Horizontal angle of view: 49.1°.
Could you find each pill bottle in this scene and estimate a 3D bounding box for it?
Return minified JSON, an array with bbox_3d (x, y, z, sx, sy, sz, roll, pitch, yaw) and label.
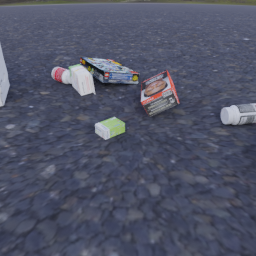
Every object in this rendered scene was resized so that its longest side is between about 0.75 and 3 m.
[{"bbox_3d":[-2.777,-2.273,12.220,1.093,0.614,0.614,22,36,35],"label":"pill bottle"},{"bbox_3d":[3.588,-0.432,8.935,1.107,0.630,0.630,-5,30,-10],"label":"pill bottle"}]

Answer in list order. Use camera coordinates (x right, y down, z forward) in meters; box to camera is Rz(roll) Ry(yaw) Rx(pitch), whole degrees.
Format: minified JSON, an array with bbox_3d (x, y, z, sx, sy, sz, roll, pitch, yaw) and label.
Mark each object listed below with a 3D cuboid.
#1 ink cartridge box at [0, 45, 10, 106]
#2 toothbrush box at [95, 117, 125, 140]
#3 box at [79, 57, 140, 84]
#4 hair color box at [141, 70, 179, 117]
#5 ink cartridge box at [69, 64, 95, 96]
[{"bbox_3d":[-6.095,-1.994,10.149,2.905,2.121,2.131,-7,31,-12],"label":"ink cartridge box"},{"bbox_3d":[-0.540,-0.003,8.484,0.751,0.323,0.547,-22,36,-35],"label":"toothbrush box"},{"bbox_3d":[-0.894,-2.609,12.585,1.751,0.510,2.557,-4,27,-34],"label":"box"},{"bbox_3d":[1.085,-1.293,9.923,1.106,0.667,2.178,-25,23,14],"label":"hair color box"},{"bbox_3d":[-1.858,-1.896,11.231,0.515,0.897,1.531,-19,34,-20],"label":"ink cartridge box"}]
